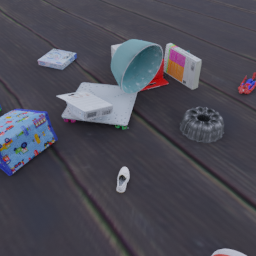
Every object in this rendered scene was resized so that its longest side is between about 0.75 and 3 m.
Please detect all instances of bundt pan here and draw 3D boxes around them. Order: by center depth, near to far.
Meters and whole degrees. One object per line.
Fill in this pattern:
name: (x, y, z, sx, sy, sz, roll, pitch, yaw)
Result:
bundt pan: (2.648, -0.207, 9.906, 1.591, 0.597, 1.591, 1, 40, -1)

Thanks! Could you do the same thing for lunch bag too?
lunch bag: (-3.985, 0.134, 9.221, 2.560, 1.204, 1.928, 19, 45, 35)

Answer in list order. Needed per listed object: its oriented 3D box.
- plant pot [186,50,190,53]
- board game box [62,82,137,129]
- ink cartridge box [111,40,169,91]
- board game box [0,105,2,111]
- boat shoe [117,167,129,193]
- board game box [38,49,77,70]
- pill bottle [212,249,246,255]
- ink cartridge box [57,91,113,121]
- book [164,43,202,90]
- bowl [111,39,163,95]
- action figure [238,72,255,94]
plant pot: (2.567, -3.312, 13.522, 0.796, 0.813, 0.813, -4, 40, 6)
board game box: (-1.002, -0.926, 10.972, 2.453, 0.317, 2.453, 7, 41, 8)
ink cartridge box: (0.520, -2.915, 12.827, 1.676, 0.970, 2.885, -17, 43, -18)
board game box: (-6.562, -0.509, 10.317, 2.943, 0.507, 1.992, 8, 41, 10)
boat shoe: (-0.136, 1.439, 8.146, 0.325, 0.318, 0.917, 4, 40, 5)
board game box: (-3.514, -3.452, 13.998, 1.384, 0.300, 1.377, 15, 42, 18)
pill bottle: (1.706, 3.403, 5.121, 1.193, 1.193, 2.121, 26, 46, 28)
ink cartridge box: (-1.546, -0.820, 9.914, 1.637, 0.387, 1.310, 27, 30, 35)
book: (2.353, -2.746, 12.339, 0.484, 1.345, 2.013, -22, 45, -22)
bowl: (0.194, -2.500, 10.737, 2.186, 2.186, 1.143, -30, 62, -31)
action figure: (5.257, -1.915, 12.096, 0.591, 0.467, 1.807, 32, 52, 29)
